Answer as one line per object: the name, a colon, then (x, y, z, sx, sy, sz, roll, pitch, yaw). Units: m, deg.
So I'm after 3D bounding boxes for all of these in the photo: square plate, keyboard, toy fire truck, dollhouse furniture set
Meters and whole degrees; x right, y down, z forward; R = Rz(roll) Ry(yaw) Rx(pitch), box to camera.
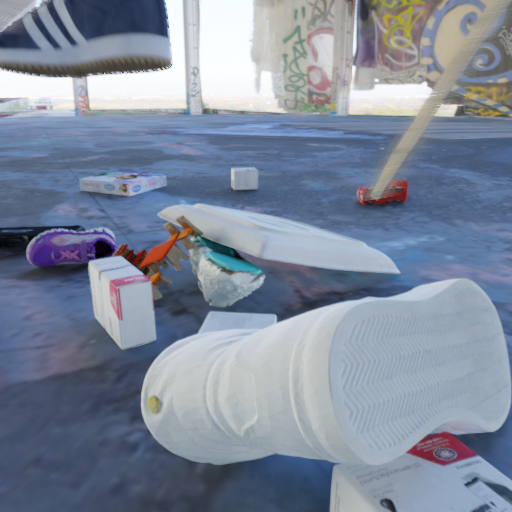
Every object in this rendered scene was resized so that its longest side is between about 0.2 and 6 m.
square plate: (0.342, -0.317, 8.557, 2.790, 0.397, 2.763, 6, 10, -39)
keyboard: (-4.282, -0.304, 9.911, 2.241, 0.287, 1.346, -3, 11, -6)
toy fire truck: (3.119, -1.568, 13.687, 1.557, 0.379, 1.098, -4, 18, -11)
dollhouse furniture set: (-1.438, 0.024, 7.550, 1.139, 0.593, 1.151, -19, 33, 49)

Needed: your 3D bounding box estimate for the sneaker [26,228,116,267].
sneaker: (-2.828, -0.092, 8.808, 1.431, 0.576, 0.633, -10, 28, -33)

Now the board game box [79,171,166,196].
board game box: (-3.544, -1.969, 15.018, 1.632, 0.336, 1.628, 8, 19, 24)

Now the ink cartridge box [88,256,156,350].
ink cartridge box: (-1.563, 0.510, 6.478, 0.442, 0.760, 1.043, -12, 21, -31)

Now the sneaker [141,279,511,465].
sneaker: (0.699, 0.896, 4.448, 1.914, 1.220, 3.312, -15, -17, 38)

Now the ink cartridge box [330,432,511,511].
ink cartridge box: (1.164, 1.666, 3.169, 0.967, 0.546, 1.318, -7, 18, -24)

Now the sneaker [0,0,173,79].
sneaker: (-2.607, -3.473, 7.880, 3.195, 1.733, 1.120, 5, 11, 21)

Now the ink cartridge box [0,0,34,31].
ink cartridge box: (-2.809, -2.450, 5.801, 1.072, 1.217, 0.272, 52, 3, 28)

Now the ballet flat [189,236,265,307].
ballet flat: (-0.446, 0.257, 7.305, 0.820, 0.820, 2.285, -4, 13, -12)

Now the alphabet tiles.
alphabet tiles: (2.590, -2.468, 7.227, 0.142, 3.148, 3.766, 33, 27, 5)

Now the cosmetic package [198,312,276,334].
cosmetic package: (-0.167, 0.925, 5.474, 0.700, 0.577, 0.577, 1, 18, 8)

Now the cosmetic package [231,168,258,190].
cosmetic package: (-0.315, -2.075, 15.031, 0.644, 0.531, 0.531, -3, 18, -11)
